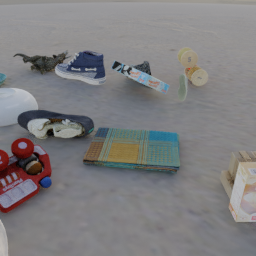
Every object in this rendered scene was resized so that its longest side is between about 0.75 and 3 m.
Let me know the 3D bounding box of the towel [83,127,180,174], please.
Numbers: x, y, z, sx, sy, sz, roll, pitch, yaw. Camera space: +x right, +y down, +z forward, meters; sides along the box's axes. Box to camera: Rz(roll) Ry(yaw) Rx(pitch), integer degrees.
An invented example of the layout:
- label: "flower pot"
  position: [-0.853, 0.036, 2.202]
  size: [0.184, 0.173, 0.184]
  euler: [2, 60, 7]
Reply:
- label: "towel"
  position: [0.172, 0.516, 7.273]
  size: [2.325, 0.252, 1.705]
  euler: [3, 29, 9]

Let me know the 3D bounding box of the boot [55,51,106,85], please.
- label: "boot"
  position: [-2.089, -2.780, 12.107]
  size: [2.761, 1.247, 1.004]
  euler: [17, 33, 28]

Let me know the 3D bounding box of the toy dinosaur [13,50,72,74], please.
- label: "toy dinosaur"
  position: [-4.080, -3.081, 13.236]
  size: [2.632, 1.013, 1.346]
  euler: [-1, 15, 13]

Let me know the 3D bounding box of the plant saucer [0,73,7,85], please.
- label: "plant saucer"
  position: [-5.823, -1.917, 11.565]
  size: [1.568, 0.282, 1.568]
  euler: [1, 29, 0]

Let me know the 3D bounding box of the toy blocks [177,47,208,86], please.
- label: "toy blocks"
  position: [2.552, -2.679, 11.688]
  size: [0.682, 1.565, 1.878]
  euler: [-31, 22, 11]

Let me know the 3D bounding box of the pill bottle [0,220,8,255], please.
- label: "pill bottle"
  position: [-3.065, 1.885, 3.596]
  size: [2.551, 1.432, 1.432]
  euler: [-2, 29, -3]

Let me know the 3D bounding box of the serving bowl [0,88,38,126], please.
- label: "serving bowl"
  position: [-4.093, -0.828, 9.192]
  size: [2.123, 0.698, 2.123]
  euler: [0, 30, 0]

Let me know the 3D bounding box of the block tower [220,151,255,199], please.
- label: "block tower"
  position: [3.530, 0.993, 5.807]
  size: [2.923, 0.845, 0.790]
  euler: [-2, 29, -1]

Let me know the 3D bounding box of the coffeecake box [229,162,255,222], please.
- label: "coffeecake box"
  position: [2.426, 1.184, 5.148]
  size: [0.854, 1.113, 0.407]
  euler: [-1, 29, -2]

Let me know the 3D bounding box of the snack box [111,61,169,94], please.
- label: "snack box"
  position: [0.436, -1.941, 10.614]
  size: [1.230, 0.393, 2.117]
  euler: [15, 14, -43]

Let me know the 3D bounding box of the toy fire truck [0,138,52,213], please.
- label: "toy fire truck"
  position: [-2.305, 0.989, 6.006]
  size: [1.229, 0.820, 1.463]
  euler: [43, 47, 19]

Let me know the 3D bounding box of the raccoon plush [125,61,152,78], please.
- label: "raccoon plush"
  position: [0.411, -2.250, 11.756]
  size: [1.105, 0.798, 1.649]
  euler: [-11, 31, 1]

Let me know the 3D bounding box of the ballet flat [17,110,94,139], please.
- label: "ballet flat"
  position: [-2.077, -0.051, 7.766]
  size: [2.244, 0.820, 0.820]
  euler: [4, 29, 2]

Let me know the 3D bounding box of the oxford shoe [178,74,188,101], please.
- label: "oxford shoe"
  position: [1.978, -1.437, 9.989]
  size: [0.362, 0.963, 0.278]
  euler: [3, 3, 35]
